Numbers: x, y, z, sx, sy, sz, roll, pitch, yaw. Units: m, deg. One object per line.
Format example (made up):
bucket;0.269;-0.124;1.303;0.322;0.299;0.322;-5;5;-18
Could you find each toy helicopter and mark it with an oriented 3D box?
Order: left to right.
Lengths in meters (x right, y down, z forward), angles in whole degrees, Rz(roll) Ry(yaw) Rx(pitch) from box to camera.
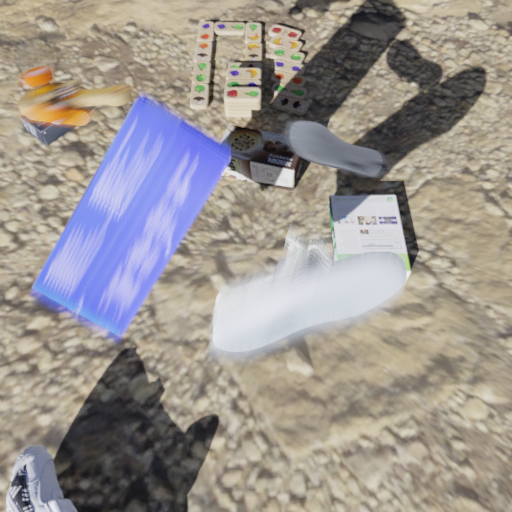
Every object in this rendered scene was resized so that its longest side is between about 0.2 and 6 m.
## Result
toy helicopter;-2.585;-2.212;7.964;1.597;0.630;1.056;-4;42;2

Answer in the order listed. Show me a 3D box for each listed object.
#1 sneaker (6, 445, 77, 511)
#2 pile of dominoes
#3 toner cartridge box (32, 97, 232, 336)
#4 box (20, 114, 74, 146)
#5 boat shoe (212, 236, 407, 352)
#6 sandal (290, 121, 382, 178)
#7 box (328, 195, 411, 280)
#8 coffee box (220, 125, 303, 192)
sneaker;-2.585;4.063;8.059;1.628;1.065;2.833;-11;62;-8
pile of dominoes;-0.164;-5.113;14.539;2.958;0.604;3.795;0;56;0
toner cartridge box;-1.715;-0.511;7.800;1.438;0.654;3.028;32;103;-9
box;-4.955;-3.165;13.279;0.830;0.487;0.816;35;63;21
boat shoe;0.595;0.319;7.680;2.894;1.069;1.234;-27;53;30
sandal;1.329;-1.775;9.717;1.692;0.362;0.643;25;83;-2
box;2.277;-0.399;11.495;1.432;0.361;1.984;0;55;0
coffee box;0.099;-2.190;12.477;1.788;0.713;1.010;14;57;9
